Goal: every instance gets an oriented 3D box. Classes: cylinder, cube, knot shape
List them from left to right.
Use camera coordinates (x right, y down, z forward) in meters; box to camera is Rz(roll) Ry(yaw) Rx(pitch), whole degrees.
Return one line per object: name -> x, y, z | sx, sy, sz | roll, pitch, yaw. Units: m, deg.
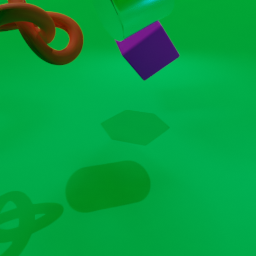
knot shape -> -1.641, -1.801, 4.778 | 1.621, 0.749, 1.517 | 12, 28, -45
cylinder -> 0.074, -2.605, 5.627 | 1.259, 1.259, 1.259 | -32, 37, -10
cube -> 0.484, -2.375, 7.895 | 1.243, 1.243, 1.243 | -33, 49, 15
